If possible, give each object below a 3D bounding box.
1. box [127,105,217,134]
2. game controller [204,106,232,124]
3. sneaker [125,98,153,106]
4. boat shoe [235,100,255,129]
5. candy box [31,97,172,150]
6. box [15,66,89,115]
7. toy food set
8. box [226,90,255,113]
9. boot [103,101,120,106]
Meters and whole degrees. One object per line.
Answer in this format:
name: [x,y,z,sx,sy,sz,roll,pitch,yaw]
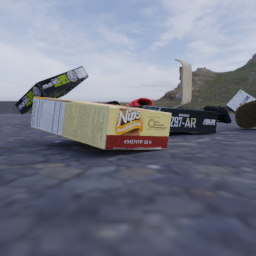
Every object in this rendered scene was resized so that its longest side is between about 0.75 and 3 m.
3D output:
box: [0.652,-0.214,6.755,1.845,0.501,2.303,3,2,-24]
game controller: [2.219,-0.332,6.978,0.178,0.442,0.846,-43,21,-10]
sneaker: [0.511,-0.626,9.528,0.942,0.854,2.219,-37,-4,24]
boat shoe: [4.040,-0.507,7.084,0.843,0.917,2.566,-5,-7,-40]
candy box: [-0.459,-0.098,3.948,1.078,0.517,1.868,4,4,-43]
box: [-2.814,-1.429,10.477,1.839,0.508,2.296,-25,7,43]
toy food set: [1.403,-1.182,7.445,0.378,1.251,0.897,3,10,26]
box: [3.726,-0.661,8.825,1.004,0.725,0.183,41,-6,26]
boot: [-1.391,-0.472,9.913,1.630,0.736,1.989,-9,8,42]
